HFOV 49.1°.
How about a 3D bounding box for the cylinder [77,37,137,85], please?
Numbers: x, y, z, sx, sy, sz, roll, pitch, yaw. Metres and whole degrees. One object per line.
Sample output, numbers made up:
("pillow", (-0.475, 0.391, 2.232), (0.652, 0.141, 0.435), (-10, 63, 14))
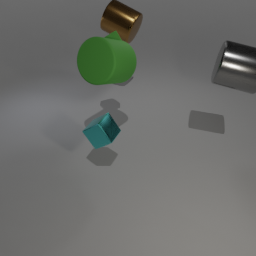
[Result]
("cylinder", (-0.643, -2.092, 8.836), (1.400, 1.400, 1.400), (17, 19, 25))

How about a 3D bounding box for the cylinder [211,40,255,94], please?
("cylinder", (3.568, -1.939, 8.968), (1.400, 1.400, 1.400), (17, 35, 7))

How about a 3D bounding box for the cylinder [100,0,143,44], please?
("cylinder", (-0.277, -4.663, 12.317), (1.400, 1.400, 1.400), (30, 39, 5))

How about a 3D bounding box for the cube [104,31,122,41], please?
("cube", (-0.554, -2.912, 9.962), (0.700, 0.700, 0.700), (-31, 8, 0))

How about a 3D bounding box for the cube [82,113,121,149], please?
("cube", (-0.772, 0.091, 8.319), (0.700, 0.700, 0.700), (-23, 20, 36))
